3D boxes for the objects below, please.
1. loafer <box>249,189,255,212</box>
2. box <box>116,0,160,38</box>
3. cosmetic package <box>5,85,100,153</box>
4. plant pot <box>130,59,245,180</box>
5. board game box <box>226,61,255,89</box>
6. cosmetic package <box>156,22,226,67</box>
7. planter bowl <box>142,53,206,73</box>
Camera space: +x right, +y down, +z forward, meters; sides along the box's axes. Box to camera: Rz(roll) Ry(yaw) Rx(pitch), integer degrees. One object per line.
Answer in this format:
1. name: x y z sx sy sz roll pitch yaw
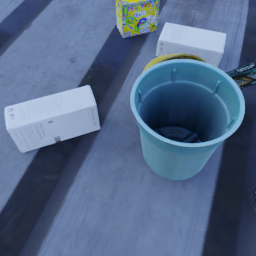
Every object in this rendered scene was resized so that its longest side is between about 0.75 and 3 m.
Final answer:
1. loafer: 4.172 2.567 7.274 0.819 0.847 2.412 -24 58 -16
2. box: 0.389 -4.993 12.173 1.638 1.578 0.999 -15 55 -11
3. cosmetic package: -2.332 -0.285 8.993 2.701 1.373 1.000 -17 56 -10
4. plant pot: 1.454 0.025 7.920 2.757 2.701 2.757 0 55 1
5. board game box: 3.768 -1.643 9.275 1.231 1.820 0.256 9 75 -34
6. cosmetic package: 2.565 -3.375 11.448 2.558 0.947 1.300 16 57 9
7. planter bowl: 1.239 -1.544 9.143 2.613 2.613 1.088 -15 50 -10
